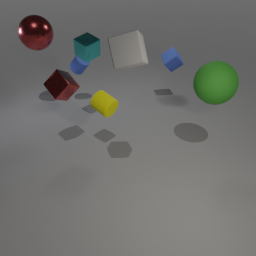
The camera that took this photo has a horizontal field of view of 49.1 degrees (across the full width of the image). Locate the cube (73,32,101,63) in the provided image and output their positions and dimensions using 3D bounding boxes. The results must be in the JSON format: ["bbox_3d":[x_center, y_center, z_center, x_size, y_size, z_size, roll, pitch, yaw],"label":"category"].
[{"bbox_3d":[-1.501,-2.972,10.319,0.700,0.700,0.700,35,55,24],"label":"cube"}]

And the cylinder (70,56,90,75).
[{"bbox_3d":[-2.221,-2.937,12.866,0.700,0.700,0.700,23,47,-27],"label":"cylinder"}]

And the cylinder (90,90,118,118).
[{"bbox_3d":[-0.809,-0.830,9.628,0.700,0.700,0.700,37,43,21],"label":"cylinder"}]

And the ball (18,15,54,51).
[{"bbox_3d":[-3.788,-3.911,11.534,1.400,1.400,1.400,0,30,0],"label":"ball"}]

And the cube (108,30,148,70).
[{"bbox_3d":[0.018,-1.765,6.444,0.700,0.700,0.700,-11,7,14],"label":"cube"}]

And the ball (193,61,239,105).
[{"bbox_3d":[2.830,-1.457,9.053,1.400,1.400,1.400,0,30,0],"label":"ball"}]

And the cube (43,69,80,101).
[{"bbox_3d":[-2.150,-1.381,9.104,0.700,0.700,0.700,50,16,12],"label":"cube"}]

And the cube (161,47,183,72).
[{"bbox_3d":[2.092,-3.240,13.274,0.700,0.700,0.700,-31,50,25],"label":"cube"}]
